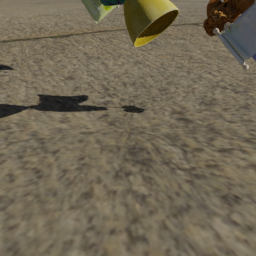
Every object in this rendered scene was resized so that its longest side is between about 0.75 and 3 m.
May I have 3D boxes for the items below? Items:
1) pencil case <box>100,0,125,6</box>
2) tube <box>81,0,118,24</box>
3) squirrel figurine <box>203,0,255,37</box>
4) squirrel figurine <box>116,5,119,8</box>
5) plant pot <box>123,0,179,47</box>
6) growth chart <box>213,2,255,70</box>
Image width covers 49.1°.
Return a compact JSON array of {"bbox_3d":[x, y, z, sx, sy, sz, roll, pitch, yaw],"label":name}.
[{"bbox_3d":[-0.025,-3.991,7.909,1.991,0.920,0.847,19,2,43],"label":"pencil case"},{"bbox_3d":[-0.165,-4.619,9.036,2.827,0.734,0.820,-32,77,5],"label":"tube"},{"bbox_3d":[2.672,-3.025,7.396,1.335,0.944,1.246,-49,23,-17],"label":"squirrel figurine"},{"bbox_3d":[-0.326,-5.304,10.171,1.842,1.719,1.303,-13,63,-7],"label":"squirrel figurine"},{"bbox_3d":[0.436,-2.842,6.955,1.362,1.362,0.967,-33,88,-43],"label":"plant pot"},{"bbox_3d":[1.922,-1.374,3.827,1.250,0.905,0.111,-34,-7,33],"label":"growth chart"}]
